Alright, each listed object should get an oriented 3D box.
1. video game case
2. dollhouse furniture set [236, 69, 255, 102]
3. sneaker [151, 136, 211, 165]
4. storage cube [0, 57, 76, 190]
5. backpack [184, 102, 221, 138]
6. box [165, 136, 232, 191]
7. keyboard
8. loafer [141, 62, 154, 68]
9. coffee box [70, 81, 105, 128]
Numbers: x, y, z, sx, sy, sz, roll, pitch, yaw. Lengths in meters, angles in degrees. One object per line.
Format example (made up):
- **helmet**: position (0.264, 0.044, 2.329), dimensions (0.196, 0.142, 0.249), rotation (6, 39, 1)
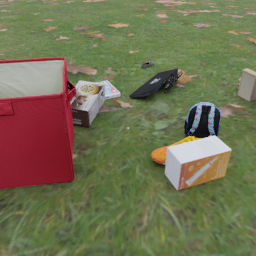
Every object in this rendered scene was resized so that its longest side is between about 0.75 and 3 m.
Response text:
- **video game case**: position (-1.511, -1.447, 11.458), dimensions (2.013, 0.176, 1.439), rotation (-15, 36, -22)
- **dollhouse furniture set**: position (5.660, -1.861, 11.242), dimensions (2.271, 1.109, 1.937), rotation (-15, 37, -22)
- **sneaker**: position (1.560, 0.554, 7.889), dimensions (1.927, 0.743, 0.703), rotation (-10, 36, -13)
- **storage cube**: position (-2.735, -0.184, 7.340), dimensions (2.854, 2.565, 2.439), rotation (-5, 33, -9)
- **backpack**: position (2.345, -0.308, 8.786), dimensions (1.076, 1.178, 0.793), rotation (5, 34, 9)
- **box**: position (1.773, 0.880, 7.207), dimensions (1.462, 0.909, 0.712), rotation (-12, 35, -18)
- **keyboard**: position (1.349, -1.790, 11.902), dimensions (1.488, 0.566, 2.858), rotation (-5, 26, 37)
- **loafer**: position (1.006, -3.201, 14.079), dimensions (0.788, 0.248, 0.283), rotation (-24, 40, -32)
- **coffee box**: position (-1.560, -0.886, 9.929), dimensions (1.021, 0.721, 1.807), rotation (10, 40, 10)
